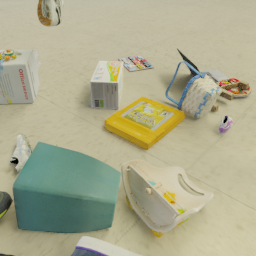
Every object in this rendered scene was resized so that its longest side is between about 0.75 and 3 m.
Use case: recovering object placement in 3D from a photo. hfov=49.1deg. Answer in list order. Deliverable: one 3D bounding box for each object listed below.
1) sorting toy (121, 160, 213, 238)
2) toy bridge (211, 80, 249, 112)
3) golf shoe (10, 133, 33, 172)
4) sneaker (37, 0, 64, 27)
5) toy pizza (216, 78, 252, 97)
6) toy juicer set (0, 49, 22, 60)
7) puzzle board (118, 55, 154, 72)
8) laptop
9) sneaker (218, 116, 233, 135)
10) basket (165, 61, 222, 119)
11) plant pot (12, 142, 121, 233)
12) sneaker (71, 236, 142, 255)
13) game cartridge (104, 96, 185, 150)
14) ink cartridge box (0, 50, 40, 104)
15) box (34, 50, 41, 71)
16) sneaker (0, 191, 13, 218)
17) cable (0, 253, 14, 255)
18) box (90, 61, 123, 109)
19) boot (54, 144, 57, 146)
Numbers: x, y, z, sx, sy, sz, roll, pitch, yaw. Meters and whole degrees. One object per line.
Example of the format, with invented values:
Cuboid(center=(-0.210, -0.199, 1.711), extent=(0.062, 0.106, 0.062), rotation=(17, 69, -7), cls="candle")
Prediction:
Cuboid(center=(1.061, 1.555, 6.772), extent=(1.782, 1.058, 1.980), rotation=(-14, 36, -32), cls="sorting toy")
Cuboid(center=(3.813, -1.337, 11.043), extent=(2.129, 0.290, 0.716), rotation=(-32, 47, -23), cls="toy bridge")
Cuboid(center=(-3.178, 0.703, 8.261), extent=(0.744, 0.599, 1.530), rotation=(-28, 39, -19), cls="golf shoe")
Cuboid(center=(-2.685, -4.594, 9.711), extent=(0.774, 2.048, 0.898), rotation=(14, 20, 23), cls="sneaker")
Cuboid(center=(4.460, -1.748, 11.781), extent=(1.472, 0.233, 1.472), rotation=(1, 38, -1), cls="toy pizza")
Cuboid(center=(-4.385, -2.814, 10.520), extent=(0.627, 0.268, 0.985), rotation=(16, 37, 20), cls="toy juicer set")
Cuboid(center=(0.382, -3.341, 14.299), extent=(1.312, 0.151, 1.741), rotation=(-13, 37, -17), cls="puzzle board")
Cuboid(center=(3.511, -2.552, 12.149), extent=(2.329, 1.350, 2.180), rotation=(-7, 37, -10), cls="laptop")
Cuboid(center=(3.398, -0.237, 9.566), extent=(0.357, 0.562, 0.985), rotation=(17, 37, 25), cls="sneaker")
Cuboid(center=(2.310, -1.324, 10.269), extent=(1.845, 1.627, 1.284), rotation=(40, 44, 20), cls="basket")
Cuboid(center=(-1.273, 1.477, 6.446), extent=(2.082, 1.471, 1.472), rotation=(10, 36, 1), cls="plant pot")
Cuboid(center=(-0.120, 3.099, 4.724), extent=(2.434, 0.981, 1.782), rotation=(20, 56, 7), cls="sneaker")
Cuboid(center=(0.570, -0.283, 9.799), extent=(1.980, 0.364, 2.246), rotation=(25, 41, 31), cls="game cartridge")
Cuboid(center=(-4.877, -2.041, 11.121), extent=(2.311, 1.679, 1.671), rotation=(-2, 35, -5), cls="ink cartridge box")
Cuboid(center=(-5.315, -2.851, 12.850), extent=(2.305, 0.693, 1.344), rotation=(-10, 36, 0), cls="box")
Cuboid(center=(-4.068, 1.597, 6.490), extent=(2.732, 1.106, 1.009), rotation=(3, 35, 4), cls="sneaker")
Cuboid(center=(-2.373, 3.264, 4.517), extent=(2.073, 0.645, 2.541), rotation=(-11, 38, -40), cls="cable")
Cuboid(center=(-0.784, -1.781, 11.208), extent=(1.056, 1.172, 2.083), rotation=(3, 34, 3), cls="box")
Cuboid(center=(-2.413, 0.798, 8.327), extent=(0.629, 0.295, 0.809), rotation=(-7, 35, -10), cls="boot")
